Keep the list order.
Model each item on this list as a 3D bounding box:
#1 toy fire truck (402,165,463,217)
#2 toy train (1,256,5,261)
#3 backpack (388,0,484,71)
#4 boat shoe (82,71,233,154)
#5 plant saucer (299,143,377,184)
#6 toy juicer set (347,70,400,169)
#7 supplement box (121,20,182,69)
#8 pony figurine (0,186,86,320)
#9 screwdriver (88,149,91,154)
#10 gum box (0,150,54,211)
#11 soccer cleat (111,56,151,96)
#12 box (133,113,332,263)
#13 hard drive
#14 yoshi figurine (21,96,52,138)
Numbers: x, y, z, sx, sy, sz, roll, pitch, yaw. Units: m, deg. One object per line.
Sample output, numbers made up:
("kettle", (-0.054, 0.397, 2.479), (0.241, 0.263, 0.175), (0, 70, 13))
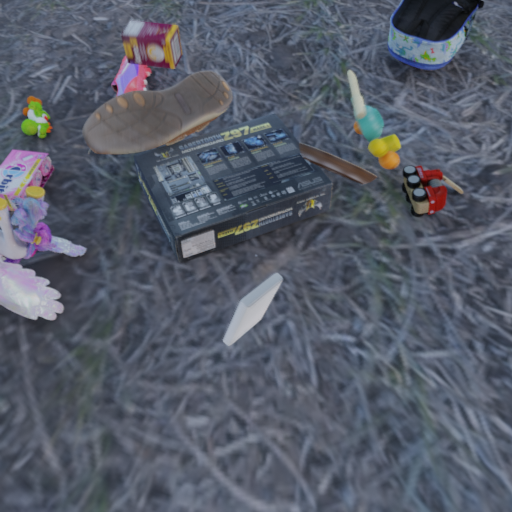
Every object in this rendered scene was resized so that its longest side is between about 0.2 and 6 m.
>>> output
("toy fire truck", (3.778, -1.381, 11.738), (1.244, 0.800, 1.095), (-11, 49, 4))
("toy train", (-5.667, -0.205, 10.781), (1.804, 0.502, 1.355), (-23, 53, -19))
("backpack", (4.608, -5.963, 14.986), (2.008, 1.612, 2.194), (27, 63, 20))
("boat shoe", (-1.995, -2.766, 11.613), (3.282, 1.178, 1.243), (-25, 86, -26))
("plant saucer", (1.332, -1.518, 9.415), (1.416, 0.227, 1.416), (24, 10, -4))
("toy juicer set", (2.345, -2.679, 11.863), (0.591, 2.174, 1.383), (-24, 35, 30))
("supplement box", (-2.068, -4.215, 11.169), (1.034, 0.677, 0.534), (10, 55, 11))
("pony figurine", (-4.337, -0.198, 9.897), (2.325, 2.408, 2.005), (15, 41, -8))
("screwdriver", (-3.738, -2.889, 13.303), (0.232, 0.222, 1.594), (-13, 43, 31))
("gum box", (-5.058, -1.649, 12.023), (0.851, 0.496, 1.499), (7, 49, 7))
("soccer cleat", (-3.265, -4.636, 14.428), (1.002, 0.874, 2.620), (-10, 52, -2))
("box", (-0.523, -1.536, 11.683), (3.396, 0.866, 2.678), (-20, 53, -16))
("hard drive", (-0.063, 0.823, 8.425), (0.163, 1.218, 0.804), (43, 54, 15))
("yoshi figurine", (-5.369, -3.279, 13.398), (0.679, 0.682, 1.213), (-28, 56, -2))
